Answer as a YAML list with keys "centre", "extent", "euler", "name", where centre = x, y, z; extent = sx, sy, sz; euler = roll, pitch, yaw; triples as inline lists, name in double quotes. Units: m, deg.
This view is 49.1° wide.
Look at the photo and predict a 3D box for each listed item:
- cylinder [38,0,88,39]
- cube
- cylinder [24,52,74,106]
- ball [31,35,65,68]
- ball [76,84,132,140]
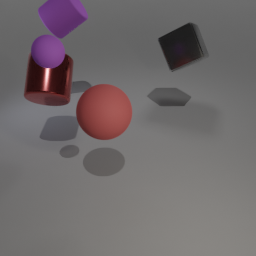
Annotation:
- centre: [-2.532, -4.504, 11.008]
  extent: [1.400, 1.400, 1.400]
  euler: [-30, 27, 17]
  name: "cylinder"
- centre: [2.238, -3.191, 11.157]
  extent: [1.400, 1.400, 1.400]
  euler: [-20, 6, 27]
  name: "cube"
- centre: [-2.475, -1.546, 8.830]
  extent: [1.400, 1.400, 1.400]
  euler: [2, -12, 0]
  name: "cylinder"
- centre: [-1.709, -1.632, 5.999]
  extent: [0.700, 0.700, 0.700]
  euler: [0, 31, 0]
  name: "ball"
- centre: [-0.592, -0.396, 7.020]
  extent: [1.400, 1.400, 1.400]
  euler: [0, 31, 0]
  name: "ball"
